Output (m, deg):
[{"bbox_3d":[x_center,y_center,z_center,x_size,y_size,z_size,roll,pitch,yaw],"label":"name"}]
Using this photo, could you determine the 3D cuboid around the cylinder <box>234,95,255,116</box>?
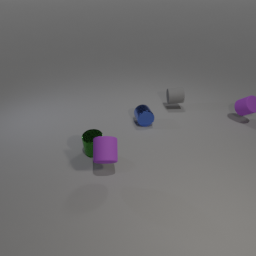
[{"bbox_3d":[4.818,-0.895,11.327,0.700,0.700,0.700,-13,-4,-22],"label":"cylinder"}]

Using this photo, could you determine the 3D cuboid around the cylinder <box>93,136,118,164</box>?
[{"bbox_3d":[-0.653,0.644,8.101,0.700,0.700,0.700,-1,-14,0],"label":"cylinder"}]

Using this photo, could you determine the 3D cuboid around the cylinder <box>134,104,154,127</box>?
[{"bbox_3d":[0.652,-0.510,11.430,0.700,0.700,0.700,-6,29,-10],"label":"cylinder"}]

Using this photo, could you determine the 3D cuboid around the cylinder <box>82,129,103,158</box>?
[{"bbox_3d":[-1.162,0.514,9.417,0.700,0.700,0.700,-2,41,1],"label":"cylinder"}]

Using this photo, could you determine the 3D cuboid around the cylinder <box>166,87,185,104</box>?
[{"bbox_3d":[2.123,-1.453,12.580,0.700,0.700,0.700,-4,29,-1],"label":"cylinder"}]
